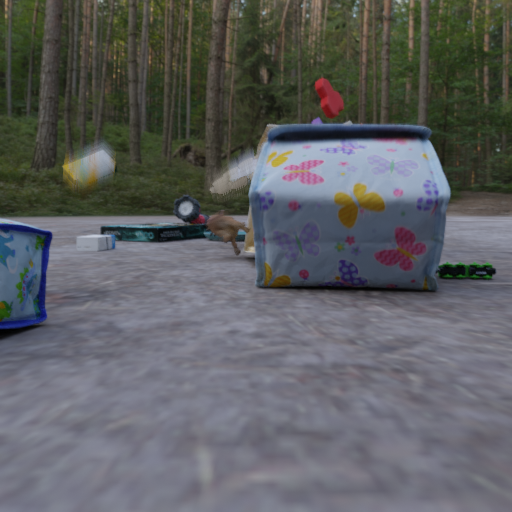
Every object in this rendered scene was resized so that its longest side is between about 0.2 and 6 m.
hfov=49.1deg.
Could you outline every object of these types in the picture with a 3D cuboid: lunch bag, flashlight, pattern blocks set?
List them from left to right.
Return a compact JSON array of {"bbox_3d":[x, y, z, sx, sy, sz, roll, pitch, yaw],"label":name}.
[{"bbox_3d":[-2.668,0.144,4.352,1.424,1.067,1.675,1,-4,12],"label":"lunch bag"},{"bbox_3d":[-2.008,-1.310,18.890,0.855,0.852,2.517,-32,-17,5],"label":"flashlight"},{"bbox_3d":[1.209,-0.897,7.688,2.368,1.775,2.792,2,30,10],"label":"lunch bag"},{"bbox_3d":[2.318,-1.900,12.188,0.282,3.064,3.485,-22,-46,34],"label":"pattern blocks set"}]

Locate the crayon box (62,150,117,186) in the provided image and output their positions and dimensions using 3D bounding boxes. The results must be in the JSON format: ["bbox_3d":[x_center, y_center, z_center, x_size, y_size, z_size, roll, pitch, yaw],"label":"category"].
[{"bbox_3d":[-3.335,-1.748,11.252,0.900,0.232,0.566,-29,54,-26],"label":"crayon box"}]

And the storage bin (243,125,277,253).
[{"bbox_3d":[0.451,-1.061,10.228,1.016,2.169,2.153,9,1,-4],"label":"storage bin"}]

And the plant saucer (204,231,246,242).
[{"bbox_3d":[-0.660,-0.573,16.485,1.749,0.240,1.749,1,5,0],"label":"plant saucer"}]

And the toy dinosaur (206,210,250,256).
[{"bbox_3d":[-0.663,-0.581,10.771,0.935,0.592,1.380,36,-2,25],"label":"toy dinosaur"}]

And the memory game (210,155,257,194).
[{"bbox_3d":[-0.120,-2.122,13.689,2.300,0.146,2.300,-27,19,10],"label":"memory game"}]

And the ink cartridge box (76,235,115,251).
[{"bbox_3d":[-3.716,-0.300,13.007,0.580,0.340,0.793,1,4,13],"label":"ink cartridge box"}]

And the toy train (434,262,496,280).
[{"bbox_3d":[2.795,0.218,8.051,1.209,0.252,0.341,1,-5,9],"label":"toy train"}]

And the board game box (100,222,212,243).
[{"bbox_3d":[-2.854,-0.745,17.166,2.157,0.449,3.189,3,6,29],"label":"board game box"}]
